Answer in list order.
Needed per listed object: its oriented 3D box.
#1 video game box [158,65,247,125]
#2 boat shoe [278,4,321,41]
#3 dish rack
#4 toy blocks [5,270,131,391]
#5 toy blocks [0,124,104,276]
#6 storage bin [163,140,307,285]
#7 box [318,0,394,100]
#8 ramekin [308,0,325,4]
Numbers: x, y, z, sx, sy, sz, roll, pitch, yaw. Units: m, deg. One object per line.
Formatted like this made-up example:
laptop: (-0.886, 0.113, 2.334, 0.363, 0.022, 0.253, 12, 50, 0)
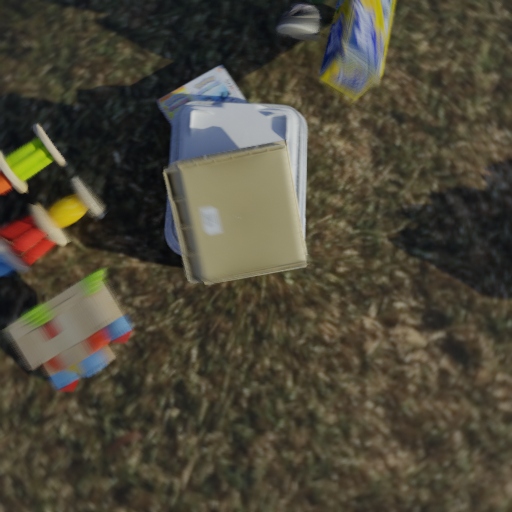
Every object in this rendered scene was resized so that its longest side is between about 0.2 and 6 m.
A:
video game box: (-0.965, -2.876, 11.165, 1.502, 0.352, 1.368, -32, 77, -8)
boat shoe: (0.852, -4.474, 10.555, 0.730, 2.184, 0.622, 8, 107, 8)
dish rack: (-0.358, -1.505, 10.469, 2.644, 0.671, 3.081, 2, 80, -1)
toy blocks: (-3.037, 1.386, 9.423, 2.218, 1.108, 1.516, -30, 93, 16)
toy blocks: (-4.414, -0.844, 10.141, 2.542, 0.923, 2.119, -37, 92, -9)
storage bin: (-0.306, -0.740, 9.721, 2.108, 0.995, 2.123, -10, 104, 4)
box: (1.950, -4.263, 10.672, 0.896, 0.822, 2.557, 26, 58, -18)
ramekin: (1.215, -5.443, 11.345, 0.315, 0.645, 0.645, -3, 75, 4)
